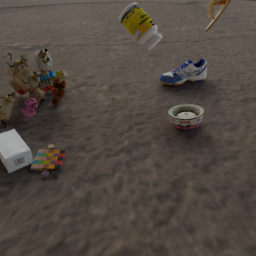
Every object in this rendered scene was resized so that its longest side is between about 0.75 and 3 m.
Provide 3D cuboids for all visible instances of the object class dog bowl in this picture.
[{"bbox_3d":[1.698,-0.325,8.172,1.021,0.376,1.021,-7,27,4],"label":"dog bowl"}]

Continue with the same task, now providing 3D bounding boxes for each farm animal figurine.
[{"bbox_3d":[-3.222,-1.252,8.876,2.245,1.171,2.221,-20,81,-27],"label":"farm animal figurine"}]

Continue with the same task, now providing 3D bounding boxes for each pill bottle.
[{"bbox_3d":[0.471,-3.512,9.758,1.515,0.852,0.852,47,43,-3],"label":"pill bottle"}]

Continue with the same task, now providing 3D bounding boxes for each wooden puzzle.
[{"bbox_3d":[-1.949,0.791,6.909,0.709,0.084,1.196,1,34,1],"label":"wooden puzzle"}]

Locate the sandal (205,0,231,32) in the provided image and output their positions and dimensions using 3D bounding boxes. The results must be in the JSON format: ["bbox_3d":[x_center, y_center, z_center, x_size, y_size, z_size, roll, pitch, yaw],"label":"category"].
[{"bbox_3d":[2.803,-3.973,8.399,0.710,2.159,0.792,39,8,-3],"label":"sandal"}]

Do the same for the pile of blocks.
[{"bbox_3d":[-3.027,-1.545,9.769,1.999,0.621,0.821,-18,-4,-21],"label":"pile of blocks"}]

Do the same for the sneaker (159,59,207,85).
[{"bbox_3d":[2.075,-2.172,10.572,1.936,0.853,0.729,-13,38,-16],"label":"sneaker"}]

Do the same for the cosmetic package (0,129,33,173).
[{"bbox_3d":[-2.892,0.539,6.958,0.637,0.458,1.129,-22,39,-30],"label":"cosmetic package"}]
